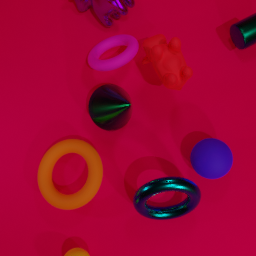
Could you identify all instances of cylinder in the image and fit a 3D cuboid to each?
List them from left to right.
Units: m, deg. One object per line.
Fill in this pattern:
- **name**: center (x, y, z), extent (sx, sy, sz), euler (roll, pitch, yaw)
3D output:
- **cylinder**: center (3.450, -2.744, 7.963), extent (0.789, 0.789, 0.789), euler (-27, 82, 2)

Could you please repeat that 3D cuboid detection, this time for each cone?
- **cone**: center (-0.212, -0.576, 7.403), extent (1.344, 1.349, 1.344), euler (0, 91, -24)

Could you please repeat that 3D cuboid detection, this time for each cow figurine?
- **cow figurine**: center (-0.814, -3.801, 8.130), extent (1.656, 1.683, 0.924), euler (45, 61, -22)
- **cow figurine**: center (0.984, -1.717, 7.356), extent (0.941, 1.686, 1.713), euler (-24, 85, -2)

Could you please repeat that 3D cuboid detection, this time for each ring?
- **ring**: center (-1.586, 1.229, 7.604), extent (1.903, 0.381, 1.903), euler (-4, 74, 15)
- **ring**: center (-0.431, -2.147, 7.940), extent (1.521, 0.304, 1.521), euler (-14, 44, 13)
- **ring**: center (0.998, 1.835, 7.181), extent (1.757, 1.757, 0.351), euler (-5, 45, -1)

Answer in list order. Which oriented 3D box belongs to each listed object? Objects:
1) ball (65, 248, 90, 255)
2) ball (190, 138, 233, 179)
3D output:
- **ball**: center (-1.330, 3.506, 7.244), extent (0.749, 0.749, 0.749), euler (0, 81, 0)
- **ball**: center (2.241, 0.819, 7.537), extent (1.099, 1.099, 1.099), euler (0, 81, 0)
